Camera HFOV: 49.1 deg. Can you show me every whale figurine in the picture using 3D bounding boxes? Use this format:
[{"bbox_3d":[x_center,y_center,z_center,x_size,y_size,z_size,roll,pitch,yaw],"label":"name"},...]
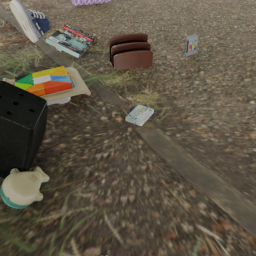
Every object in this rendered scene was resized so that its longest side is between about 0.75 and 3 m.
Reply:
[{"bbox_3d":[-2.439,1.397,6.643,1.002,0.653,1.259,44,25,1],"label":"whale figurine"}]

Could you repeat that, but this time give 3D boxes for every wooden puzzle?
[{"bbox_3d":[-3.068,-1.622,10.259,2.919,0.543,2.700,-12,32,-16],"label":"wooden puzzle"}]

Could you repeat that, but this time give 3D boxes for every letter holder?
[{"bbox_3d":[0.138,-3.311,12.060,1.770,1.258,0.890,-10,39,-13],"label":"letter holder"}]

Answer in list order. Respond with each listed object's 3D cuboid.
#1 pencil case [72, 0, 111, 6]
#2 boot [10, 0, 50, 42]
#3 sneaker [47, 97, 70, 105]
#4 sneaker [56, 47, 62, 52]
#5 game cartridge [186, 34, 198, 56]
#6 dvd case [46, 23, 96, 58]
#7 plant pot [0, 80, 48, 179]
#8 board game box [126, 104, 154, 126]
[{"bbox_3d":[-2.617,-9.466,19.874,2.991,1.279,1.255,-15,19,-17],"label":"pencil case"},{"bbox_3d":[-3.055,-3.540,8.891,0.653,1.794,0.811,43,77,9],"label":"boot"},{"bbox_3d":[-2.576,-1.130,10.021,0.993,0.360,0.566,-8,36,-10],"label":"sneaker"},{"bbox_3d":[-3.280,-4.078,13.646,0.441,0.400,1.040,-37,48,14],"label":"sneaker"},{"bbox_3d":[2.969,-3.840,13.005,0.618,0.929,0.190,-27,42,-30],"label":"game cartridge"},{"bbox_3d":[-2.720,-4.325,13.691,1.694,0.255,2.320,25,38,-3],"label":"dvd case"},{"bbox_3d":[-3.022,-0.035,7.016,1.854,1.649,1.858,25,36,-15],"label":"plant pot"},{"bbox_3d":[0.395,-0.435,9.286,0.595,0.151,0.885,20,42,24],"label":"board game box"}]
